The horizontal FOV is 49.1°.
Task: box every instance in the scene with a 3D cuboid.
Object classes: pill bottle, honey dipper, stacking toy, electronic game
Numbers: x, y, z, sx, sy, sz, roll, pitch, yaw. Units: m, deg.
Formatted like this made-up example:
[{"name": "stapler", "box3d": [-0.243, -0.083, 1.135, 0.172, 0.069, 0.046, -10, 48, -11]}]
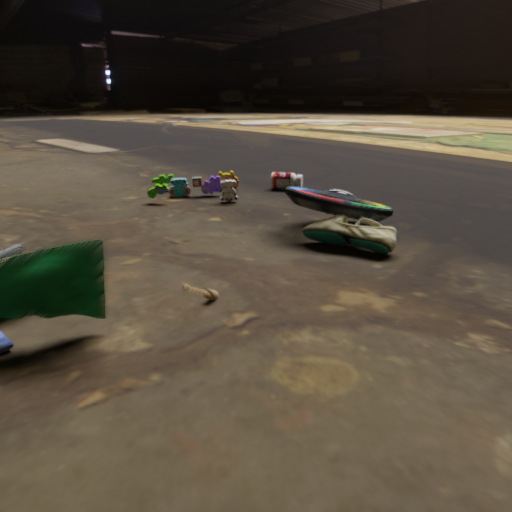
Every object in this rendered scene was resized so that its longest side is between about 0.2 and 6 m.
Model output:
[{"name": "pill bottle", "box3d": [0.924, -2.258, 16.943, 0.926, 0.507, 0.507, 4, 18, 11]}, {"name": "honey dipper", "box3d": [-0.839, 0.525, 8.377, 0.161, 0.161, 0.848, 10, -9, 28]}, {"name": "stacking toy", "box3d": [-1.755, -1.950, 16.020, 2.591, 0.609, 1.954, -3, 17, -3]}, {"name": "electronic game", "box3d": [1.827, -1.209, 12.412, 2.411, 0.502, 2.411, 12, 11, -2]}]

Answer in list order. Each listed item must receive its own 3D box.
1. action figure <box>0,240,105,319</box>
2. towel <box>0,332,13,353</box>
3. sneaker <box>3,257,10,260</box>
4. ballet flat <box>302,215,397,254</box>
[{"name": "action figure", "box3d": [-3.046, 0.331, 7.028, 2.194, 1.296, 0.600, -4, 33, -18]}, {"name": "towel", "box3d": [-4.296, 1.155, 6.950, 2.024, 0.241, 1.486, -15, 24, -40]}, {"name": "sneaker", "box3d": [-4.377, 0.336, 8.411, 2.208, 0.831, 0.973, 10, 32, 26]}, {"name": "ballet flat", "box3d": [1.889, -0.500, 11.224, 1.941, 0.674, 0.674, 14, 22, 27]}]
